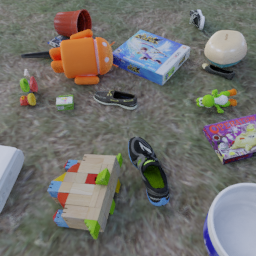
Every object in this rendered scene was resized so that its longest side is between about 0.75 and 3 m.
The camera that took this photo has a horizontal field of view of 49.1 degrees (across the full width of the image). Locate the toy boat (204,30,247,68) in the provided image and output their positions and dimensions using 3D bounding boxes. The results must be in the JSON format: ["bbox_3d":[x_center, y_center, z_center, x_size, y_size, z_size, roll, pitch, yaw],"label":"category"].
[{"bbox_3d":[4.796,-3.192,12.101,2.904,1.350,2.441,14,46,22],"label":"toy boat"}]

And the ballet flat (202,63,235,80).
[{"bbox_3d":[3.851,-2.482,11.909,1.443,0.410,0.480,26,54,21],"label":"ballet flat"}]

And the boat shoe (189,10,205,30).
[{"bbox_3d":[3.516,-5.636,14.455,0.626,0.676,1.832,4,49,-1],"label":"boat shoe"}]

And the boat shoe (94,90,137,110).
[{"bbox_3d":[-0.482,-1.195,10.703,1.747,0.526,0.623,13,46,11],"label":"boat shoe"}]

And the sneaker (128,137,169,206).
[{"bbox_3d":[0.668,1.125,8.404,0.841,0.983,2.372,-13,50,-13],"label":"sneaker"}]

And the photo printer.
[{"bbox_3d":[-4.735,1.422,8.178,2.667,0.926,2.219,7,50,6],"label":"photo printer"}]

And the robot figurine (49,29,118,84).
[{"bbox_3d":[-1.793,-2.915,11.528,2.691,1.569,1.936,-7,47,-6],"label":"robot figurine"}]

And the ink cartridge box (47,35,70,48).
[{"bbox_3d":[-3.212,-4.089,13.409,1.367,0.268,0.680,29,56,24],"label":"ink cartridge box"}]

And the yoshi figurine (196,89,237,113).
[{"bbox_3d":[3.326,-1.025,10.420,1.481,0.829,0.832,-9,56,-4],"label":"yoshi figurine"}]

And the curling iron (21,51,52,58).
[{"bbox_3d":[-3.422,-3.497,12.769,2.809,0.359,0.696,-14,87,-7],"label":"curling iron"}]

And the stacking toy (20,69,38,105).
[{"bbox_3d":[-3.939,-1.532,10.691,0.512,1.098,1.213,-10,50,7],"label":"stacking toy"}]

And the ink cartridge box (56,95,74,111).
[{"bbox_3d":[-2.418,-1.077,10.758,0.611,0.313,0.826,-5,50,-5],"label":"ink cartridge box"}]

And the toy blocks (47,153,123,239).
[{"bbox_3d":[-1.340,1.729,7.888,1.807,1.321,2.644,1,47,16],"label":"toy blocks"}]

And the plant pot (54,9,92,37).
[{"bbox_3d":[-2.708,-5.005,13.555,1.400,1.440,1.440,11,49,20],"label":"plant pot"}]

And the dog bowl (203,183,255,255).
[{"bbox_3d":[3.192,2.682,7.074,2.424,0.955,2.424,0,49,0],"label":"dog bowl"}]

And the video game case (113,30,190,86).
[{"bbox_3d":[1.001,-3.219,12.418,2.689,0.611,2.437,27,54,22],"label":"video game case"}]

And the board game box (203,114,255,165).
[{"bbox_3d":[4.027,0.292,9.570,2.493,0.403,1.496,-13,46,-11],"label":"board game box"}]
